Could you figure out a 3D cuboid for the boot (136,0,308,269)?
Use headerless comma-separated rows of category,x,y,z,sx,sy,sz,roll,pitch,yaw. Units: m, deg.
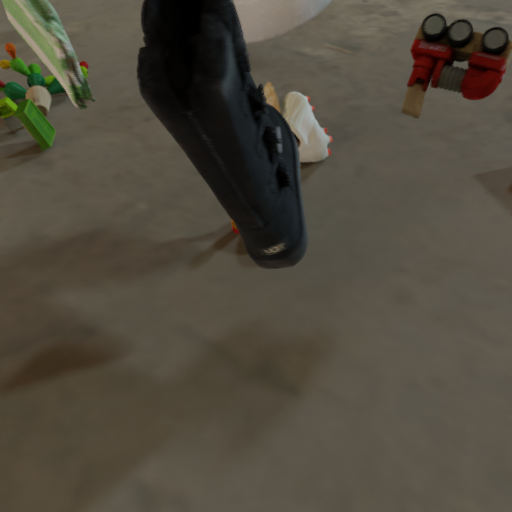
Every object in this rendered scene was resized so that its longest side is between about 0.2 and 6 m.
boot,-0.345,-1.713,6.331,1.119,3.410,2.811,-22,60,9

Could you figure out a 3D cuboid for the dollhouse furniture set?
dollhouse furniture set,-5.243,-2.351,11.149,2.272,0.877,1.135,-16,47,11

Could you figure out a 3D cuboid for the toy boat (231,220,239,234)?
toy boat,0.155,-0.620,8.949,1.148,0.533,0.965,-3,41,-4

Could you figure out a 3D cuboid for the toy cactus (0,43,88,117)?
toy cactus,-4.852,-3.841,12.495,2.280,1.166,1.881,-6,50,-20

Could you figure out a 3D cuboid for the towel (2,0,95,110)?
towel,-2.904,-3.045,7.130,0.299,2.557,1.951,-38,90,-9

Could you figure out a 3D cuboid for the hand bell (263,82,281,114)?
hand bell,-0.350,-3.008,11.818,1.605,0.835,0.835,-20,42,-3

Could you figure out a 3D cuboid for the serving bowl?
serving bowl,0.104,-3.989,8.097,2.108,0.693,2.108,-12,49,14

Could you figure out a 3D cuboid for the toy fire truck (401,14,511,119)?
toy fire truck,2.893,-2.681,8.446,1.403,1.594,1.026,24,6,21

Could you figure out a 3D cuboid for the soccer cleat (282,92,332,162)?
soccer cleat,0.794,-2.617,11.171,0.859,0.768,2.216,-11,44,-10
